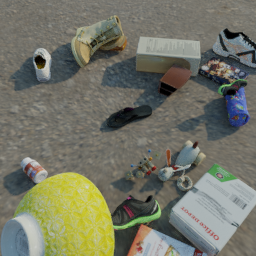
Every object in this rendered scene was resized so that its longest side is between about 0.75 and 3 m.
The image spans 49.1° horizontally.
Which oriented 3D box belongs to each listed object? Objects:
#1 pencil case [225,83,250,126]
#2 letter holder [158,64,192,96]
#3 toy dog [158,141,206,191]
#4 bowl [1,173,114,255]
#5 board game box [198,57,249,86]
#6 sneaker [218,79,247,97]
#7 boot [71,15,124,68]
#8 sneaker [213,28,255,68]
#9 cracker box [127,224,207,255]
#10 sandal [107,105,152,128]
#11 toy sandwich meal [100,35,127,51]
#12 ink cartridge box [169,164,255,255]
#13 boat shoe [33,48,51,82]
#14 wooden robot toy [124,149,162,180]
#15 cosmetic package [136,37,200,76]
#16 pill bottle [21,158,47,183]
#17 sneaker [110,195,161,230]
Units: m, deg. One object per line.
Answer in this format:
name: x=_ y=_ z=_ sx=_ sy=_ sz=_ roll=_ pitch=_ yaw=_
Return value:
pencil case: x=4.098 y=-0.912 z=10.528 sx=0.784 sy=0.704 sz=1.804 roll=-2 pitch=50 yaw=12
letter holder: x=1.947 y=-1.880 z=11.414 sx=0.922 sy=0.652 sz=1.297 roll=27 pitch=55 yaw=19
toy dog: x=1.745 y=0.975 z=8.829 sx=1.156 sy=0.845 sz=1.753 roll=24 pitch=54 yaw=19
bowl: x=-1.726 y=2.325 z=5.879 sx=1.435 sy=2.666 sz=2.666 roll=5 pitch=33 yaw=-52
board game box: x=4.101 y=-2.354 z=12.030 sx=1.748 sy=0.303 sz=1.184 roll=34 pitch=57 yaw=25
sneaker: x=3.881 y=-1.413 z=10.268 sx=1.162 sy=0.446 sz=0.487 roll=-22 pitch=54 yaw=-8
boot: x=-1.312 y=-3.965 z=12.572 sx=2.184 sy=1.023 sz=2.810 roll=-15 pitch=42 yaw=15
sneaker: x=5.271 y=-3.597 z=12.583 sx=2.817 sy=1.127 sz=1.038 roll=23 pitch=52 yaw=17
cracker box: x=0.907 y=3.384 z=6.979 sx=1.816 sy=0.524 sz=1.216 roll=19 pitch=52 yaw=15
sandal: x=0.044 y=-0.548 z=10.400 sx=1.824 sy=0.437 sz=0.686 roll=-21 pitch=53 yaw=-17
toy sandwich meal: x=-0.714 y=-4.108 z=13.415 sx=1.423 sy=0.487 sz=1.423 roll=-13 pitch=53 yaw=17
ink cartridge box: x=2.356 y=2.238 z=7.728 sx=2.094 sy=0.870 sz=1.535 roll=-36 pitch=58 yaw=-27
boat shoe: x=-3.809 y=-2.977 z=12.267 sx=0.766 sy=0.755 sz=2.161 roll=-8 pitch=50 yaw=-7
wooden robot toy: x=0.550 y=1.238 z=8.842 sx=1.350 sy=0.613 sz=0.595 roll=-40 pitch=69 yaw=1
cosmetic package: x=1.740 y=-3.152 z=12.282 sx=2.680 sy=0.952 sz=1.410 roll=7 pitch=50 yaw=6
pill bottle: x=-2.971 y=1.311 z=8.789 sx=0.850 sy=0.477 sz=0.477 roll=34 pitch=58 yaw=26
sneaker: x=-0.037 y=2.255 z=7.565 sx=1.892 sy=0.726 sz=0.793 roll=-6 pitch=75 yaw=-27
